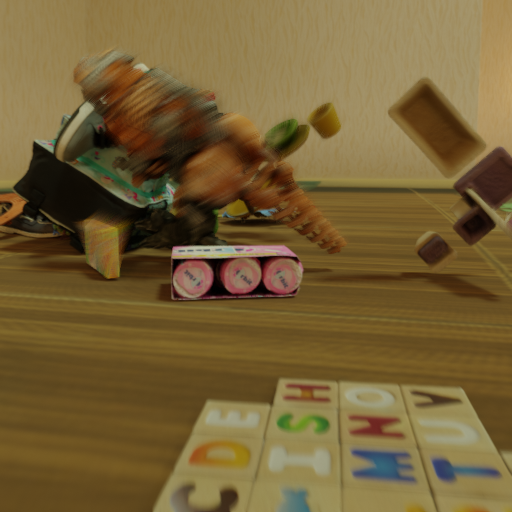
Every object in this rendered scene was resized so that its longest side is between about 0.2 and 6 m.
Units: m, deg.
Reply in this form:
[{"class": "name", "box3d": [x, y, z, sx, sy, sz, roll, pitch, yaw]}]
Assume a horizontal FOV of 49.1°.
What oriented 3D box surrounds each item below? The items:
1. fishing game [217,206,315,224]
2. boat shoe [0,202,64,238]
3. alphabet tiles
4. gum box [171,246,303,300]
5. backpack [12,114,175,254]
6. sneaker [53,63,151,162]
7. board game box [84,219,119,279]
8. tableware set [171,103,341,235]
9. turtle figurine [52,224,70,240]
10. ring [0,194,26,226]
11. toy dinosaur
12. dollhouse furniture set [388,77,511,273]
[{"class": "fishing game", "box3d": [0.084, -1.093, 15.512, 2.071, 0.450, 2.892, -9, 6, -43]}, {"class": "boat shoe", "box3d": [-5.119, -0.920, 13.185, 2.666, 0.836, 0.969, 6, 12, 32]}, {"class": "alphabet tiles", "box3d": [0.683, 1.252, 2.943, 2.341, 0.106, 2.801, 1, 10, 7]}, {"class": "gum box", "box3d": [-0.273, 0.202, 7.537, 1.709, 0.565, 0.970, -1, 9, -7]}, {"class": "backpack", "box3d": [-3.041, -1.505, 11.730, 2.768, 2.348, 3.118, 32, 8, 5]}, {"class": "sneaker", "box3d": [-2.290, -2.224, 10.056, 1.478, 2.448, 1.024, 39, -23, 1]}, {"class": "board game box", "box3d": [-2.451, -0.149, 8.788, 0.230, 0.734, 1.536, -5, 11, -26]}, {"class": "tableware set", "box3d": [-0.076, -1.812, 11.727, 4.130, 0.634, 2.782, -35, 26, 2]}, {"class": "turtle figurine", "box3d": [-3.947, -0.765, 12.145, 0.974, 1.005, 0.723, 23, -13, 14]}, {"class": "ring", "box3d": [-6.286, -0.869, 12.890, 2.197, 0.211, 2.197, -10, 30, 6]}, {"class": "toy dinosaur", "box3d": [-0.814, -1.312, 8.852, 2.345, 4.590, 3.115, -36, -9, -22]}, {"class": "dollhouse furniture set", "box3d": [2.505, -0.900, 7.424, 2.401, 1.902, 1.704, 42, 19, -17]}]
